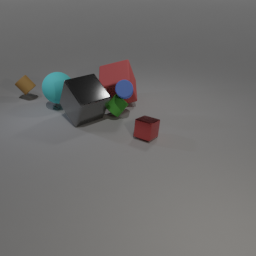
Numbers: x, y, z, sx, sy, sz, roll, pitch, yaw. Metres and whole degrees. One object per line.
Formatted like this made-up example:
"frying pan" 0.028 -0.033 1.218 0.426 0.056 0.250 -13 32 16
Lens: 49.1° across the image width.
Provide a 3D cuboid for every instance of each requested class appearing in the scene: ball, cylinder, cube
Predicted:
"ball" -3.140 -1.804 12.584 1.400 1.400 1.400 0 28 0
"cylinder" -4.961 -2.084 13.549 0.700 0.700 0.700 -37 19 15
"cylinder" -0.467 -0.950 11.852 0.700 0.700 0.700 40 9 -7
"cube" 0.704 -0.001 10.456 0.700 0.700 0.700 17 23 29
"cylinder" -0.139 -1.545 11.291 0.700 0.700 0.700 1 0 2
"cube" -0.443 -2.029 12.824 1.400 1.400 1.400 -11 53 11
"cube" -1.771 -1.138 11.422 1.400 1.400 1.400 -21 65 -34
